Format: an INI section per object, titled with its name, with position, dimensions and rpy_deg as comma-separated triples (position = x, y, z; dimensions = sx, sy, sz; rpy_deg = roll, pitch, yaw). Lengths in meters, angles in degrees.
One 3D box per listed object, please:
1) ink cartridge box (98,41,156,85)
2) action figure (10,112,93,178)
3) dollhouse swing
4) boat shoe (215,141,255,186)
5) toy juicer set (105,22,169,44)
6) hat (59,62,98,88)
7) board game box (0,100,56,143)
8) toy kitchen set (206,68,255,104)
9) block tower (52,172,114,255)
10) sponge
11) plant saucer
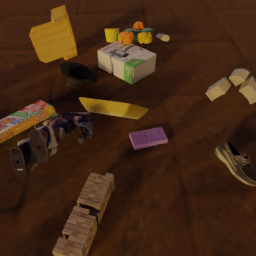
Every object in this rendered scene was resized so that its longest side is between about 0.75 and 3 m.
[ink cartridge box]
position = -0.062, -2.391, 9.948
dimensions = 1.723, 0.724, 1.257
rpy_deg = 32, 52, 29
[action figure]
position = -1.819, 0.178, 6.902
dimensions = 1.683, 0.897, 2.586
rpy_deg = -17, 13, 17
[dollhouse swing]
position = -2.785, -3.447, 10.480
dimensions = 1.402, 1.595, 1.450
rpy_deg = -14, 43, -3
[boat shoe]
position = 2.609, 0.806, 6.610
dimensions = 0.472, 0.464, 1.267
rpy_deg = -7, 47, -44
[toy juicer set]
position = 0.570, -3.618, 10.536
dimensions = 2.607, 0.709, 1.659
rpy_deg = -13, 26, -26
[hat]
position = -1.704, -1.649, 9.219
dimensions = 1.369, 0.552, 1.369
rpy_deg = 23, 32, -15
[board game box]
position = -3.110, -0.071, 7.477
dimensions = 2.215, 0.332, 1.058
rpy_deg = -35, 31, -23
[toy kitchen set]
position = 3.531, -0.968, 8.626
dimensions = 1.689, 1.353, 0.995
rpy_deg = 48, 53, -5
[block tower]
position = -0.835, 1.772, 5.695
dimensions = 0.552, 0.516, 1.911
rpy_deg = 13, 44, 12
[sponge]
position = 0.546, 0.267, 7.566
dimensions = 0.950, 0.142, 0.530
rpy_deg = -12, 45, -12
[plant saucer]
position = -0.363, -0.509, 7.689
dimensions = 1.498, 0.363, 1.498
rpy_deg = 9, 2, 23
